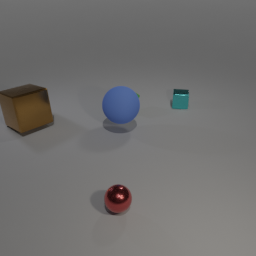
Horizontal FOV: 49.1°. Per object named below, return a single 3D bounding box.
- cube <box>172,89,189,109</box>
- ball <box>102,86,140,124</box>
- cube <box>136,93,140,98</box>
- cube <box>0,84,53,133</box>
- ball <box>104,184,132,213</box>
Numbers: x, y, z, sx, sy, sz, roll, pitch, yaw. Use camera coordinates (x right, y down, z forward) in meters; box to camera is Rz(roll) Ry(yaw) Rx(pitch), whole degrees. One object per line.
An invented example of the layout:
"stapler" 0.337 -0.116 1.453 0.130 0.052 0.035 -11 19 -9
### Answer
"cube" 2.386 -1.315 12.717 0.700 0.700 0.700 4 29 8
"ball" -0.259 -0.849 10.381 1.400 1.400 1.400 0 29 0
"cube" -0.041 -1.209 11.973 0.700 0.700 0.700 32 -17 -14
"cube" -3.967 -0.812 10.882 1.400 1.400 1.400 18 32 42
"ball" -0.248 1.765 7.019 0.700 0.700 0.700 0 29 0
